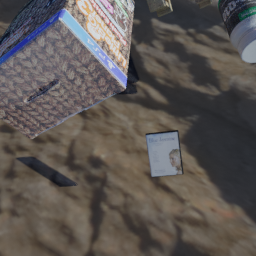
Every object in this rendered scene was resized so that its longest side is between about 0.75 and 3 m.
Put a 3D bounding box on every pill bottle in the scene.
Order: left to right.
[{"bbox_3d":[2.971,-2.628,6.913,1.078,1.078,1.906,-6,61,-4],"label":"pill bottle"}]

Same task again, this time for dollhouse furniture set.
[{"bbox_3d":[1.222,-3.160,5.776,1.836,1.856,0.956,-14,92,28],"label":"dollhouse furniture set"}]

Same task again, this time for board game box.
[{"bbox_3d":[-1.217,-1.586,5.148,2.245,1.364,2.816,-24,41,28],"label":"board game box"}]

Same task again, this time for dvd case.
[{"bbox_3d":[0.731,0.519,5.583,0.654,0.080,0.916,-7,100,11],"label":"dvd case"}]
